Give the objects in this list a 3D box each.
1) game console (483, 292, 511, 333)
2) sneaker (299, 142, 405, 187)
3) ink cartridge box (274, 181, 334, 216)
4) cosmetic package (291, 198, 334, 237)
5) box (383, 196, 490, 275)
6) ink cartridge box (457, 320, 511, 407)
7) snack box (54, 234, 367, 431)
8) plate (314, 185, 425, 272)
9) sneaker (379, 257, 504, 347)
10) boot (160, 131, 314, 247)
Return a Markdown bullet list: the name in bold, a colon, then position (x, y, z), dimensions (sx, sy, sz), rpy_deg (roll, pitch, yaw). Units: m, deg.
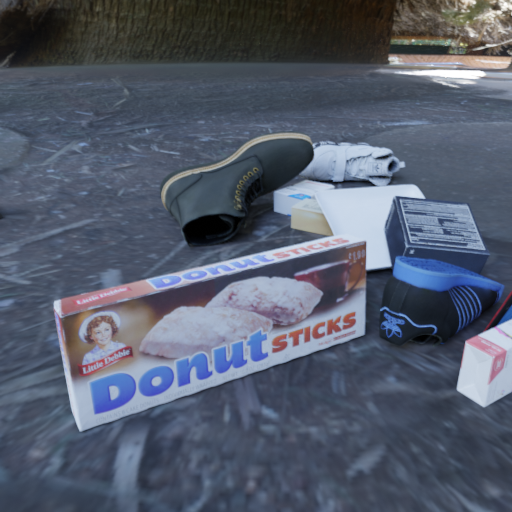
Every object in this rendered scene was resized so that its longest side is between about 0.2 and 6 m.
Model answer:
- **game console**: position (3.655, 0.544, 6.469), dimensions (1.437, 1.668, 0.990), rpy_deg (24, 56, 15)
- **sneaker**: position (2.313, -2.194, 13.368), dimensions (2.529, 0.950, 1.453), rpy_deg (-11, 23, -33)
- **ink cartridge box**: position (1.009, -1.189, 11.681), dimensions (0.794, 0.458, 1.087), rpy_deg (19, 31, 39)
- **cosmetic package**: position (1.364, -0.699, 10.569), dimensions (1.283, 0.456, 0.675), rpy_deg (14, 27, 29)
- **box**: position (2.704, -0.219, 8.593), dimensions (1.242, 0.765, 1.231), rpy_deg (6, 41, -2)
- **ink cartridge box**: position (2.745, 1.123, 6.147), dimensions (1.113, 0.648, 0.376), rpy_deg (-15, 28, -31)
- **snack box**: position (-0.286, 0.718, 6.240), dimensions (3.599, 1.294, 0.438), rpy_deg (-13, 23, -27)
- **plate**: position (2.171, -0.449, 9.531), dimensions (2.001, 0.324, 2.005), rpy_deg (-6, 46, -12)
- **sneaker**: position (2.348, 0.618, 7.184), dimensions (2.534, 0.987, 0.888), rpy_deg (7, 14, -46)
- **boot**: position (-0.105, -1.195, 10.700), dimensions (3.242, 1.256, 2.242), rpy_deg (-25, 32, -4)
